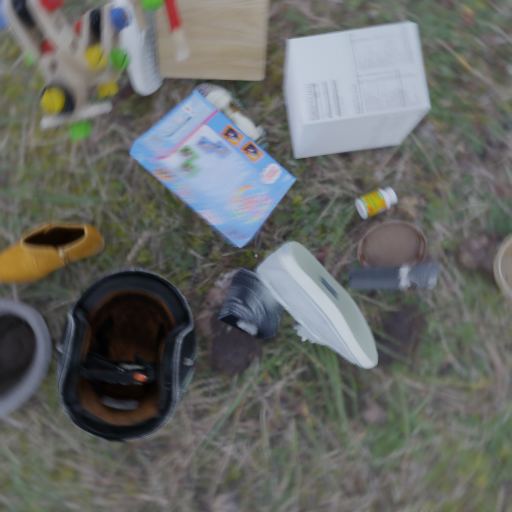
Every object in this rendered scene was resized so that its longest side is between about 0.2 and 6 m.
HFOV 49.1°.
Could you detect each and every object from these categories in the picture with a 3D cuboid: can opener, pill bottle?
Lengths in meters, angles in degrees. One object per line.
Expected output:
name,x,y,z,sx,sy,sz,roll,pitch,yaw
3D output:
can opener,2.544,0.317,10.410,1.645,0.550,0.439,-2,48,5
pill bottle,2.334,-1.038,10.873,0.716,0.398,0.398,-24,84,-3

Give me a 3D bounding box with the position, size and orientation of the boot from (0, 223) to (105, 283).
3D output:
boot,-3.978,-0.124,10.139,2.317,1.659,0.815,-16,83,-1

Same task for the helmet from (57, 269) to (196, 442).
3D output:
helmet,-2.170,1.583,9.584,2.533,2.415,2.533,-2,119,-3

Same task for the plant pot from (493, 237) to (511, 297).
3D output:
plant pot,5.018,0.241,10.479,1.346,0.903,1.346,0,84,0

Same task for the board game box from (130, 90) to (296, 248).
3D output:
board game box,-0.690,-1.590,10.016,2.483,0.454,1.878,40,52,-5

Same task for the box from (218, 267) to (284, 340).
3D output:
box,-0.039,0.880,10.259,0.974,0.604,0.958,27,62,-16

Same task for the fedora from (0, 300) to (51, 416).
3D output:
fedora,-4.693,1.840,10.273,1.908,0.974,2.157,34,83,3

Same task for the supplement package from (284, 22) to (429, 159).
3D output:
supplement package,1.704,-2.926,10.240,2.139,2.045,1.573,-8,84,-1

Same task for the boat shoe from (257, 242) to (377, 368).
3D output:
boat shoe,1.028,0.943,9.444,0.946,0.927,2.657,-31,109,28

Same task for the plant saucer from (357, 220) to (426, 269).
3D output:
plant saucer,2.551,-0.154,10.589,1.279,0.220,1.279,1,122,2

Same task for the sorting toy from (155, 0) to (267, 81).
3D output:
sorting toy,-0.838,-4.472,10.633,2.035,0.708,2.023,2,128,-2

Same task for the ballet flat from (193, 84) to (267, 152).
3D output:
ballet flat,-0.491,-2.755,10.931,0.694,0.694,1.930,-44,85,-4

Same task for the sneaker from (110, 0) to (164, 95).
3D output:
sneaker,-2.396,-4.189,11.121,0.832,0.790,2.068,-7,88,23

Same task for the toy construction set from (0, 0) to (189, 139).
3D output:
toy construction set,-2.570,-3.212,9.400,2.922,2.437,2.246,-15,99,-1
